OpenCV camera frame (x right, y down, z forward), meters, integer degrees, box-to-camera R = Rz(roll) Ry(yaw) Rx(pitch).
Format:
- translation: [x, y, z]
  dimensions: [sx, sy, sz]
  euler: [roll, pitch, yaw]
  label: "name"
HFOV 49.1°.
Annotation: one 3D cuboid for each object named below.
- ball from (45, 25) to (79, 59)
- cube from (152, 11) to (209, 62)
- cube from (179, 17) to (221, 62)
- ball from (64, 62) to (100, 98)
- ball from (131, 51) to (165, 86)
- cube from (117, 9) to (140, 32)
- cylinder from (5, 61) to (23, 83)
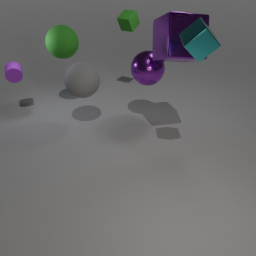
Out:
- translation: [-2.827, -3.694, 12.044]
  dimensions: [1.400, 1.400, 1.400]
  euler: [0, 31, 0]
  label: "ball"
- translation: [1.719, -2.983, 9.398]
  dimensions: [1.400, 1.400, 1.400]
  euler: [-2, 10, -17]
  label: "cube"
- translation: [1.897, -2.333, 7.430]
  dimensions: [0.700, 0.700, 0.700]
  euler: [-36, 36, 28]
  label: "cube"
- translation: [-1.814, -1.898, 11.150]
  dimensions: [1.400, 1.400, 1.400]
  euler: [0, 31, 0]
  label: "ball"
- translation: [0.805, -2.437, 11.427]
  dimensions: [1.400, 1.400, 1.400]
  euler: [0, 31, 0]
  label: "ball"
- translation: [0.024, -5.065, 13.219]
  dimensions: [0.700, 0.700, 0.700]
  euler: [19, 63, 31]
  label: "cube"
- translation: [-4.971, -2.433, 12.187]
  dimensions: [0.700, 0.700, 0.700]
  euler: [-11, 40, -17]
  label: "cylinder"
